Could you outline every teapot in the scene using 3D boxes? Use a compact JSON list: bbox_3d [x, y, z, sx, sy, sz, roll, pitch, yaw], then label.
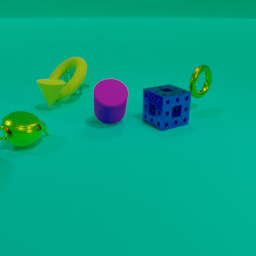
[{"bbox_3d":[-2.744,0.074,7.375,1.683,0.824,1.047,-10,40,-46],"label":"teapot"}]

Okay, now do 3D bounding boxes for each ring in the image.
[{"bbox_3d":[2.477,-1.567,9.529,1.162,1.162,0.232,-20,32,-38],"label":"ring"},{"bbox_3d":[-2.433,-1.940,10.962,2.017,0.403,2.017,-22,48,26],"label":"ring"}]

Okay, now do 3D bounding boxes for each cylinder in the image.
[{"bbox_3d":[-0.539,-0.801,8.544,1.021,1.021,1.021,3,60,-5],"label":"cylinder"}]

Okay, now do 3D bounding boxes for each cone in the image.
[{"bbox_3d":[-2.339,-1.990,11.467,0.925,0.929,0.925,-7,29,4],"label":"cone"},{"bbox_3d":[-2.670,-1.131,9.710,0.951,0.955,0.951,6,18,-2],"label":"cone"}]

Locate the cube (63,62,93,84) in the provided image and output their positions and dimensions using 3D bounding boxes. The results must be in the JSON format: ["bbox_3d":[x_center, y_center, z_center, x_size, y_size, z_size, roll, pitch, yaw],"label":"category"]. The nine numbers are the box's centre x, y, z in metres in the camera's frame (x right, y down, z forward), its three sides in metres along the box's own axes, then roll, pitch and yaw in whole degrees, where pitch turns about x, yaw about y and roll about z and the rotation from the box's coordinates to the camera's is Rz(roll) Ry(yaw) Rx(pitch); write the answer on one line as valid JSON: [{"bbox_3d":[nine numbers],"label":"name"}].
[{"bbox_3d":[-2.271,-2.390,12.491,0.921,0.921,0.921,-5,14,27],"label":"cube"}]

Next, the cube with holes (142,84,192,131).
[{"bbox_3d":[1.183,-0.673,8.743,1.057,1.057,1.057,-13,27,-28],"label":"cube with holes"}]
